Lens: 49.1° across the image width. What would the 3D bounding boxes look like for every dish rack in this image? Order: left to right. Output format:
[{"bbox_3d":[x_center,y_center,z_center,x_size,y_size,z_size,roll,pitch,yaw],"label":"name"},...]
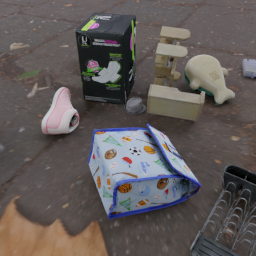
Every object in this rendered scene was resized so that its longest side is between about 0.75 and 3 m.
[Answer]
[{"bbox_3d":[2.519,2.068,5.738,1.950,0.693,2.542,23,44,27],"label":"dish rack"}]

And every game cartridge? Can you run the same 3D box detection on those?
[{"bbox_3d":[5.738,-2.357,11.487,1.919,0.368,1.244,10,44,12],"label":"game cartridge"}]

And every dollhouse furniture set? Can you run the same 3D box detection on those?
[{"bbox_3d":[1.669,-1.639,9.215,1.641,2.165,2.471,10,62,7],"label":"dollhouse furniture set"}]

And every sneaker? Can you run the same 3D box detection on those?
[{"bbox_3d":[-1.921,-0.543,8.903,1.013,0.729,1.937,3,46,10],"label":"sneaker"}]

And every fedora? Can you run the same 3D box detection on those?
[{"bbox_3d":[0.247,-0.793,9.512,0.782,0.353,0.692,-22,46,-24],"label":"fedora"}]

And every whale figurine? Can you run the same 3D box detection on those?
[{"bbox_3d":[2.932,-1.674,10.275,1.655,1.080,2.081,-26,69,-18],"label":"whale figurine"}]

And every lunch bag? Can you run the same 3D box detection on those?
[{"bbox_3d":[0.388,0.895,6.696,2.234,1.384,1.899,-1,37,-23],"label":"lunch bag"}]

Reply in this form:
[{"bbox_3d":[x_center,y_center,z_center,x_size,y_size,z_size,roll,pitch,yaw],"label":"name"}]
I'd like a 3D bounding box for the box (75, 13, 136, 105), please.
[{"bbox_3d":[-0.653,-2.426,9.760,1.596,2.567,1.907,8,40,10],"label":"box"}]
